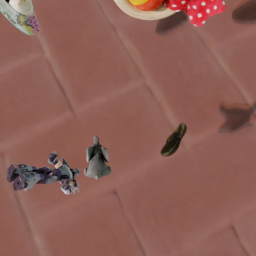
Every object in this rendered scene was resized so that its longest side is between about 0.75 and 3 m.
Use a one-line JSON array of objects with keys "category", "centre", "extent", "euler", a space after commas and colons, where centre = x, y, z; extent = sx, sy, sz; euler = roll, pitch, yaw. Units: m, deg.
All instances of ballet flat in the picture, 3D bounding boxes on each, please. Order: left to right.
[{"category": "ballet flat", "centre": [-2.744, -3.127, 6.276], "extent": [2.241, 0.797, 0.775], "euler": [48, 39, -26]}]

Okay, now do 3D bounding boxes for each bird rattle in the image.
[{"category": "bird rattle", "centre": [0.758, -3.273, 6.286], "extent": [2.283, 2.800, 1.577], "euler": [-8, 74, 36]}]

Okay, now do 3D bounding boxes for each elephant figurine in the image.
[{"category": "elephant figurine", "centre": [-0.640, 0.568, 5.669], "extent": [0.636, 0.581, 0.820], "euler": [-2, 89, 41]}]

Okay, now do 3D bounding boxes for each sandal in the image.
[{"category": "sandal", "centre": [1.082, 0.277, 6.774], "extent": [0.381, 0.254, 0.932], "euler": [27, 91, -30]}]

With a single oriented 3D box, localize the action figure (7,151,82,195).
[{"category": "action figure", "centre": [-1.152, 0.706, 4.210], "extent": [0.761, 1.170, 0.406], "euler": [44, 116, 34]}]
